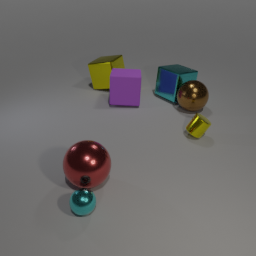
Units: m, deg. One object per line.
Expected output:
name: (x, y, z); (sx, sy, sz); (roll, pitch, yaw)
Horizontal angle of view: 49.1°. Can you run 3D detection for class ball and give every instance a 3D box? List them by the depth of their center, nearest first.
ball: (-1.183, 1.926, 7.345); (0.700, 0.700, 0.700); (0, 30, 0)
ball: (-1.186, 1.049, 8.162); (1.400, 1.400, 1.400); (0, 30, 0)
ball: (2.891, -1.438, 12.523); (1.400, 1.400, 1.400); (0, 30, 0)

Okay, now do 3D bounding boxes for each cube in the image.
cube: (-0.112, -1.949, 13.233); (1.400, 1.400, 1.400); (3, 25, 0)
cube: (2.347, -2.233, 13.741); (1.400, 1.400, 1.400); (-15, 33, -35)
cube: (-1.060, -2.961, 14.817); (1.400, 1.400, 1.400); (2, 29, 26)

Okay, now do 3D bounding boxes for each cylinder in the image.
cylinder: (2.665, -0.086, 10.606); (0.700, 0.700, 0.700); (28, 24, -14)
